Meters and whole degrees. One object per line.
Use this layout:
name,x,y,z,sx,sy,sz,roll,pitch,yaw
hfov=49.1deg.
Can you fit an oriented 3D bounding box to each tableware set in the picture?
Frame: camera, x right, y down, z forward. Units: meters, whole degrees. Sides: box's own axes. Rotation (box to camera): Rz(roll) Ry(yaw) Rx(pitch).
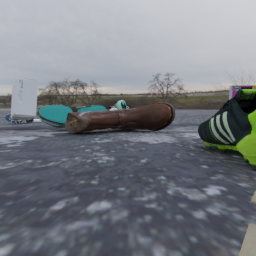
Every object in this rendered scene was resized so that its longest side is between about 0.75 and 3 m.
tableware set,0.941,0.636,1.075,0.991,0.300,1.499,16,18,29

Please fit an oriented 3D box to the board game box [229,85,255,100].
board game box,6.184,-1.172,13.462,2.444,1.803,0.786,1,5,8

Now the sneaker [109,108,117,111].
sneaker,-0.987,-0.661,14.411,0.964,0.385,0.627,-27,12,14

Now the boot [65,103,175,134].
boot,-0.300,-0.270,8.276,2.652,0.852,2.472,0,-9,-42

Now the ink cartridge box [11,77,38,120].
ink cartridge box,-3.471,-0.905,9.302,0.697,1.201,1.659,3,-4,-25

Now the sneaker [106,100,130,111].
sneaker,-0.821,-0.995,16.658,1.603,0.891,2.292,-4,-15,11

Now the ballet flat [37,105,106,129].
ballet flat,-1.887,-0.290,9.512,2.439,0.906,0.906,-1,5,-30

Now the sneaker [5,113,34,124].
sneaker,-4.919,-0.378,12.538,0.566,0.512,1.329,-9,-8,34

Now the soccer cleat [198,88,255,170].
soccer cleat,1.872,-0.085,4.673,0.914,1.097,2.707,0,5,-3

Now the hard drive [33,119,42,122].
hard drive,-4.741,-0.352,13.709,0.960,0.126,0.633,-3,6,-35
